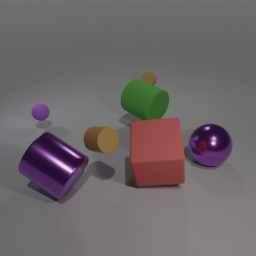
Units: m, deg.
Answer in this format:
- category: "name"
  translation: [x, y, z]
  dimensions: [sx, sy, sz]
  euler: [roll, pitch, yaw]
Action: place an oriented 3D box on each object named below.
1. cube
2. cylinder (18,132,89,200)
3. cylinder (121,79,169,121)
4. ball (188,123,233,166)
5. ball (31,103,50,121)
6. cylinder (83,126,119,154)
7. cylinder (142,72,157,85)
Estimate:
- category: "cube"
  translation: [0.851, 0.708, 8.048]
  dimensions: [1.400, 1.400, 1.400]
  euler: [-5, 51, 8]
- category: "cylinder"
  translation: [-2.054, 1.043, 7.875]
  dimensions: [1.400, 1.400, 1.400]
  euler: [32, 35, 5]
- category: "cylinder"
  translation: [0.666, -1.061, 11.078]
  dimensions: [1.400, 1.400, 1.400]
  euler: [31, 41, 34]
- category: "ball"
  translation: [2.705, 0.550, 9.225]
  dimensions: [1.400, 1.400, 1.400]
  euler: [0, 29, 0]
- category: "ball"
  translation: [-3.510, -0.637, 11.242]
  dimensions: [0.700, 0.700, 0.700]
  euler: [0, 29, 0]
- category: "cylinder"
  translation: [-0.724, 0.312, 7.537]
  dimensions: [0.700, 0.700, 0.700]
  euler: [-25, 18, -37]
- category: "cylinder"
  translation: [1.090, -2.504, 14.347]
  dimensions: [0.700, 0.700, 0.700]
  euler: [5, 7, 10]
